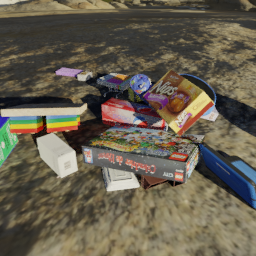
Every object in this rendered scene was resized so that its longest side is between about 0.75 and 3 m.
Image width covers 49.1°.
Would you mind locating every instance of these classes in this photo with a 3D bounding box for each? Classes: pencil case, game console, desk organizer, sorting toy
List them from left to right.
[{"bbox_3d":[-2.631,-0.352,9.415,2.327,0.815,2.342,-2,8,-3],"label":"sorting toy"},{"bbox_3d":[0.768,-1.321,10.242,0.748,1.722,0.672,-20,58,26],"label":"pencil case"},{"bbox_3d":[0.951,1.346,7.361,1.130,0.405,0.435,-14,33,-23],"label":"desk organizer"},{"bbox_3d":[2.939,1.045,7.177,1.104,1.593,1.866,-36,41,-7],"label":"game console"}]

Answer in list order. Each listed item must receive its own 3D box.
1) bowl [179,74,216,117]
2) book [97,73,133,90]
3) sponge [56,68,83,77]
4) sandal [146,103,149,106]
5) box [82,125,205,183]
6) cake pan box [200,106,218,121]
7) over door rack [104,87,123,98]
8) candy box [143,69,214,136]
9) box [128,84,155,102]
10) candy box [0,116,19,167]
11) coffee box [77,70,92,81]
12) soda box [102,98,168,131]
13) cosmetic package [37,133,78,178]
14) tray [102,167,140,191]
[{"bbox_3d":[2.318,-1.272,10.393,2.005,0.394,2.005,9,48,-10],"label":"bowl"},{"bbox_3d":[-0.559,-2.358,14.104,1.708,0.410,1.141,20,37,33],"label":"book"},{"bbox_3d":[-3.256,-3.112,15.630,1.342,0.200,0.749,10,30,18],"label":"sponge"},{"bbox_3d":[0.929,-1.003,11.685,0.437,0.314,1.099,6,28,4],"label":"sandal"},{"bbox_3d":[0.481,0.594,7.929,2.936,0.553,2.006,7,20,25],"label":"box"},{"bbox_3d":[2.584,-0.978,10.989,1.602,0.419,1.476,13,32,-13],"label":"cake pan box"},{"bbox_3d":[-0.648,-1.695,12.978,0.655,0.295,0.887,8,30,16],"label":"over door rack"},{"bbox_3d":[1.456,-0.870,8.662,1.345,0.651,2.305,-44,32,9],"label":"candy box"},{"bbox_3d":[1.187,-1.611,12.422,2.227,0.558,0.838,-9,18,-15],"label":"box"},{"bbox_3d":[-4.795,0.678,7.868,2.355,1.073,2.785,-1,30,1],"label":"candy box"},{"bbox_3d":[-2.285,-2.795,14.929,0.459,0.324,0.812,10,31,18],"label":"coffee box"},{"bbox_3d":[0.238,-0.396,10.067,2.368,0.829,0.751,14,32,23],"label":"soda box"},{"bbox_3d":[-2.066,0.760,8.098,0.566,0.717,1.333,-23,38,-32],"label":"cosmetic package"},{"bbox_3d":[-0.281,1.132,7.977,0.904,0.187,1.683,-5,29,-10],"label":"tray"}]
